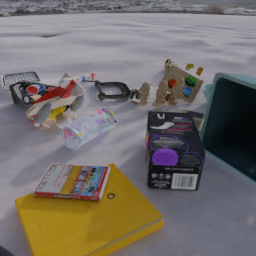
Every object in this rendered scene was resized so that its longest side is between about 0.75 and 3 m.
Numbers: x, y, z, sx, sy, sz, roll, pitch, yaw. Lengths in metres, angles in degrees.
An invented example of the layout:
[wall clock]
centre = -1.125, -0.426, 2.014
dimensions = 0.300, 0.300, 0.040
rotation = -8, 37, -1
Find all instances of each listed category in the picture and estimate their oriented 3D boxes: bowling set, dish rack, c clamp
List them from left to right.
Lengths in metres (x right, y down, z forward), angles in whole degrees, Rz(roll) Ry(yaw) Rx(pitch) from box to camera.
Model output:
[dish rack]
centre = -5.848, -2.522, 15.366
dimensions = 2.082, 0.528, 2.426
rotation = -13, 31, -21
[c clamp]
centre = -1.135, -1.993, 14.640
dimensions = 2.516, 0.399, 2.945
rotation = -4, 27, -18
[bowling set]
centre = 1.729, -1.316, 12.596
dimensions = 2.198, 1.530, 1.180
rotation = -4, 65, 33

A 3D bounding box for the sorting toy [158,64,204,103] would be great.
[sorting toy]
centre = 2.848, -2.514, 14.072
dimensions = 1.880, 0.338, 2.523
rotation = 28, 58, 8

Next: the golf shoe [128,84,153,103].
[golf shoe]
centre = 0.769, -1.650, 13.834
dimensions = 0.762, 0.668, 1.730
rotation = 40, 44, 19

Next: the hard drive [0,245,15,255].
[hard drive]
centre = -2.852, 2.875, 5.634
dimensions = 1.486, 0.314, 1.002
rotation = 16, 32, 26

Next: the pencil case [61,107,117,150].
[pencil case]
centre = -1.393, -0.003, 10.336
dimensions = 0.987, 0.904, 2.175
rotation = 29, 39, 29

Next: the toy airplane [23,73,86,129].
[toy airplane]
centre = -2.666, -0.913, 11.012
dimensions = 2.659, 1.876, 2.647
rotation = -26, 3, -18

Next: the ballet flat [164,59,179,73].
[ballet flat]
centre = 2.712, -3.690, 17.231
dimensions = 0.846, 0.783, 2.400
rotation = -10, 29, -8

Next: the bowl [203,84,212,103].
[bowl]
centre = 4.239, -1.483, 13.170
dimensions = 1.504, 0.787, 1.504
rotation = 1, 29, 0

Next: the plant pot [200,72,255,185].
[plant pot]
centre = 4.456, -0.190, 8.944
dimensions = 2.818, 2.759, 2.766
rotation = -11, 30, -31

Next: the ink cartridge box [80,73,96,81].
[ink cartridge box]
centre = -2.342, -2.969, 16.432
dimensions = 0.851, 0.286, 0.494
rotation = -13, 31, -22

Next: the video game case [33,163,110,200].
[video game case]
centre = -1.465, 1.417, 7.580
dimensions = 1.782, 0.155, 1.274
rotation = 2, 29, 8

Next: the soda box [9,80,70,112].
[soda box]
centre = -4.059, -1.464, 12.904
dimensions = 2.793, 0.988, 0.884
rotation = 12, 34, 23

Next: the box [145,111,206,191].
[box]
centre = 1.340, 0.603, 8.717
dimensions = 1.541, 1.337, 2.521
rotation = 4, 29, 1

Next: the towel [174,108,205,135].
[towel]
centre = 2.592, -0.236, 11.488
dimensions = 1.767, 0.317, 1.835
rotation = 13, 29, 17

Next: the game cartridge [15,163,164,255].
[game cartridge]
centre = -1.037, 2.111, 6.955
dimensions = 2.927, 0.475, 2.581
rotation = -18, 33, -25
